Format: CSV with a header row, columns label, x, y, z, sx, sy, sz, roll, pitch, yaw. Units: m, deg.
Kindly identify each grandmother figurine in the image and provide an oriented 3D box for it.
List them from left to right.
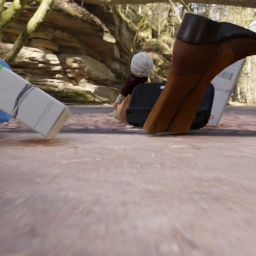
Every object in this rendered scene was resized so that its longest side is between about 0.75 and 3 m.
label,x,y,z,sx,sy,sz,roll,pitch,yaw
grandmother figurine,0.127,-1.283,9.058,0.801,2.645,1.604,31,49,6

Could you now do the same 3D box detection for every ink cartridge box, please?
label,x,y,z,sx,sy,sz,roll,pitch,yaw
ink cartridge box,-1.914,-0.487,5.157,1.578,0.663,1.148,33,-6,-5
ink cartridge box,2.365,-1.313,8.421,1.581,2.142,0.917,25,14,19

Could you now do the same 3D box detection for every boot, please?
label,x,y,z,sx,sy,sz,roll,pitch,yaw
boot,1.715,-0.914,5.990,2.397,2.546,0.872,-7,36,-36

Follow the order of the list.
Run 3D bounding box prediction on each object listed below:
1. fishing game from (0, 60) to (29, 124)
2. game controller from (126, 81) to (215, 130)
label,x,y,z,sx,sy,sz,roll,pitch,yaw
fishing game,-3.014,-0.914,5.729,0.400,1.842,2.573,-21,-16,23
game controller,1.030,-0.649,7.522,2.548,1.329,0.537,4,-25,39
